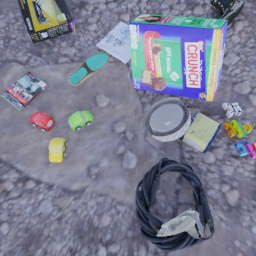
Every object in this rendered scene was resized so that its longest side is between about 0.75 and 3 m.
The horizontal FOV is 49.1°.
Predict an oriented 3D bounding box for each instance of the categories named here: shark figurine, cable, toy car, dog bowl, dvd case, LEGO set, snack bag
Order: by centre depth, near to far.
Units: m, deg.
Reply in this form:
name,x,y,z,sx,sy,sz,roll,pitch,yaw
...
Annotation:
name,x,y,z,sx,sy,sz,roll,pitch,yaw
shark figurine,1.372,2.144,6.150,0.950,1.590,0.664,-22,71,-29
cable,1.093,1.876,7.152,1.858,0.578,2.277,-12,68,0
dog bowl,1.125,-0.215,7.878,1.384,0.406,1.384,-18,47,20
LEGO set,3.311,0.100,7.904,0.728,0.677,1.775,-12,59,-9
toy car,-1.818,-0.074,8.099,1.694,0.401,1.800,-28,68,-12
dvd case,-3.233,-1.178,8.784,0.861,0.130,1.180,35,70,15
snack bag,-0.131,-2.915,9.600,1.375,0.156,1.458,35,69,16

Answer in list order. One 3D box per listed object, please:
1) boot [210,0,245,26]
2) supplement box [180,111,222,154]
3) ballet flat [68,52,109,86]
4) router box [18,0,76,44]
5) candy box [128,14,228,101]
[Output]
name,x,y,z,sx,sy,sz,roll,pitch,yaw
boot,3.344,-4.256,10.061,1.115,0.533,1.476,38,69,20
supplement box,2.051,0.124,7.925,0.811,0.545,0.812,31,68,14
ballet flat,-1.214,-1.854,8.643,1.481,0.483,0.522,-32,101,6
router box,-2.923,-4.080,9.942,1.570,0.522,1.997,-21,66,-10
candy box,1.325,-1.948,7.727,2.414,2.041,0.930,12,42,21
